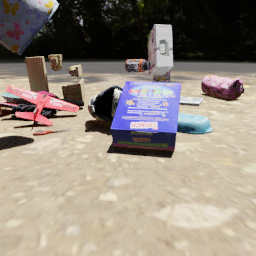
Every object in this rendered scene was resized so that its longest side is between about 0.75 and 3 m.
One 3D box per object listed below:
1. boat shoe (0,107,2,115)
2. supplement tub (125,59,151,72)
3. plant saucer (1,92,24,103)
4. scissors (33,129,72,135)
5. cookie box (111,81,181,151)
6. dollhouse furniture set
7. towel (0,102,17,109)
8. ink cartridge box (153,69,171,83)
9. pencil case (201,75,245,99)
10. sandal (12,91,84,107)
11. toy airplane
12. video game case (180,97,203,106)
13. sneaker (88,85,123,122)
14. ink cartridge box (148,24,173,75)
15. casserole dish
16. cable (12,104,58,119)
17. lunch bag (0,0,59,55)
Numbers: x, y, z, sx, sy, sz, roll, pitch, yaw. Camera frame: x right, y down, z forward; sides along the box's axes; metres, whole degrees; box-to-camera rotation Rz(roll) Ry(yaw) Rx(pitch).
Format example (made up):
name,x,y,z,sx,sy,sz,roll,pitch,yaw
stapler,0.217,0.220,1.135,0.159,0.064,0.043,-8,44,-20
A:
name,x,y,z,sx,sy,sz,roll,pitch,yaw
boat shoe,-5.110,-0.580,9.735,1.304,0.462,0.452,-3,16,-15
supplement tub,0.381,-2.346,10.561,0.910,0.487,0.487,6,17,26
plant saucer,-4.684,-1.324,12.391,1.734,0.312,1.734,4,14,-1
scissors,-2.161,0.124,8.042,1.075,0.075,0.393,-1,14,-8
cookie box,0.513,-0.366,7.171,1.569,0.689,1.834,4,47,12
dollhouse furniture set,-3.272,-2.343,13.128,2.224,2.115,1.812,-5,16,-2
towel,-5.409,-0.893,10.454,2.437,0.274,1.762,7,0,22
ink cartridge box,1.864,-2.808,15.399,0.930,1.597,0.539,-15,22,-41
pencil case,4.623,-2.074,13.914,1.022,0.978,2.361,-16,19,-18
sandal,-3.096,-1.146,11.065,2.712,0.611,1.019,-1,0,-12
toy airplane,-2.921,-0.725,9.461,2.563,0.471,2.563,19,19,-7
video game case,2.652,-1.205,12.457,1.188,0.153,1.306,7,17,21
sneaker,0.070,-0.736,8.573,2.788,1.113,1.814,0,6,2
ink cartridge box,1.222,-2.963,10.812,0.682,1.625,1.182,0,-4,-9
casserole dish,1.652,-0.197,8.608,1.901,0.369,1.151,10,19,29
cable,-3.403,-0.560,9.956,1.604,0.407,1.308,5,22,8
lunch bag,-2.804,-2.992,6.899,1.541,1.817,1.155,40,-6,-38
